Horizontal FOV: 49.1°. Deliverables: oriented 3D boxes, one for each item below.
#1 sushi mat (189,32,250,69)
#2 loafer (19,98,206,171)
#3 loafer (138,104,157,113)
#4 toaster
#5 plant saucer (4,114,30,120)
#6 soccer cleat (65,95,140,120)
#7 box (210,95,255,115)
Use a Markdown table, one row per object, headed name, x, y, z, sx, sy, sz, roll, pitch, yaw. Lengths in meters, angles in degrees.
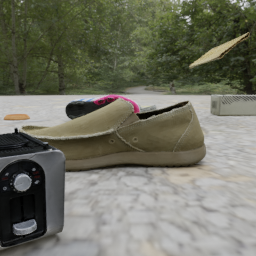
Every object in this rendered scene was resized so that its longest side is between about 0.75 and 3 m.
| name | x | y | z | sx | sy | sz | roll | pitch | yaw |
| --- | --- | --- | --- | --- | --- | --- | --- | --- | --- |
| sushi mat | 2.717 | -2.317 | 8.668 | 1.119 | 0.142 | 2.339 | -36 | 9 | -3 |
| loafer | -0.247 | 0.032 | 3.940 | 2.688 | 0.906 | 1.022 | -1 | 8 | -7 |
| loafer | 0.304 | -0.546 | 9.476 | 1.473 | 0.514 | 0.515 | -4 | 9 | -24 |
| toaster | -1.139 | 0.415 | 1.996 | 1.066 | 0.699 | 1.179 | -5 | 10 | -34 |
| plant saucer | -3.812 | -0.381 | 9.607 | 0.850 | 0.159 | 0.850 | 0 | 7 | 0 |
| soccer cleat | -0.773 | -0.638 | 8.945 | 2.434 | 0.850 | 1.051 | 1 | 8 | 12 |
| box | 4.539 | -0.916 | 11.118 | 2.316 | 0.792 | 0.951 | -1 | 8 | -8 |
